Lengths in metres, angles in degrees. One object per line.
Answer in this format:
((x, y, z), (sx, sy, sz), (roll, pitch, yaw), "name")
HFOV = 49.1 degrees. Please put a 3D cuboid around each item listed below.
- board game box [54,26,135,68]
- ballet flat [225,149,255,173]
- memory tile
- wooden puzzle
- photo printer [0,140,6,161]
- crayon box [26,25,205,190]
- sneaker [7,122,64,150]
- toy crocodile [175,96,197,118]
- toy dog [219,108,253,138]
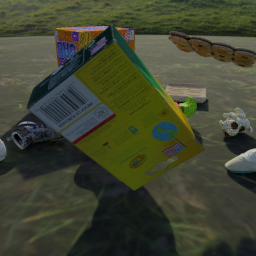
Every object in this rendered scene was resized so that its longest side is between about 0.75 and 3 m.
((-1.623, -3.394, 13.774), (2.878, 2.880, 2.877), (-14, 27, -31), "board game box")
((3.291, 0.764, 6.865), (1.768, 0.614, 0.614), (0, 23, 0), "ballet flat")
((2.410, -2.199, 7.987), (2.414, 0.203, 1.851), (20, 9, 16), "memory tile")
((2.550, -1.504, 12.526), (1.788, 0.447, 1.931), (5, 28, 13), "wooden puzzle")
((-4.343, 0.662, 6.970), (1.610, 0.672, 1.935), (18, 29, 34), "photo printer")
((-0.082, -0.127, 5.201), (1.847, 2.909, 0.739), (-32, 35, 18), "crayon box")
((-2.609, 0.225, 8.117), (1.728, 0.652, 0.983), (0, 23, 14), "sneaker")
((0.984, -0.569, 9.657), (2.843, 0.878, 0.960), (-3, 23, -7), "toy crocodile")
((3.344, -0.050, 8.858), (1.011, 0.705, 0.980), (-21, 63, -42), "toy dog")
